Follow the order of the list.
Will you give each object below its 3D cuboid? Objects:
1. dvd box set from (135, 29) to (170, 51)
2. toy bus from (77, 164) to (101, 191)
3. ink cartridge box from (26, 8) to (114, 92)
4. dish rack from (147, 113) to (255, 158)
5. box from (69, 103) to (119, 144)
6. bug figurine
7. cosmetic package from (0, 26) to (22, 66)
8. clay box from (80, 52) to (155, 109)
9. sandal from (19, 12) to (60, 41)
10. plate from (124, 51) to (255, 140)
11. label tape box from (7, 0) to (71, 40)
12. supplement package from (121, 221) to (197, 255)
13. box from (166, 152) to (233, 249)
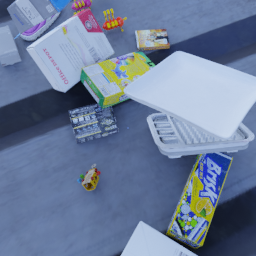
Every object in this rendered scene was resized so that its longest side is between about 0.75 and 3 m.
[{"bbox_3d":[0.888,-3.281,10.376,1.198,0.176,0.876,-4,62,-2],"label":"dvd box set"},{"bbox_3d":[-0.994,1.423,7.839,0.712,0.671,0.368,-38,112,-17],"label":"toy bus"},{"bbox_3d":[-1.819,-2.504,9.079,2.254,1.664,0.965,-41,30,-18],"label":"ink cartridge box"},{"bbox_3d":[1.925,0.152,7.943,2.585,0.563,2.219,-5,25,-3],"label":"dish rack"},{"bbox_3d":[-1.069,-0.206,8.705,1.352,0.332,1.090,-16,62,-8],"label":"box"},{"bbox_3d":[-1.183,-4.560,10.778,1.980,0.657,2.553,-14,68,0],"label":"bug figurine"},{"bbox_3d":[-4.350,-2.916,9.964,0.721,0.608,1.349,-22,62,-15],"label":"cosmetic package"},{"bbox_3d":[-0.144,-1.635,9.079,2.430,0.578,1.396,-24,64,-30],"label":"clay box"},{"bbox_3d":[-3.292,-4.360,10.684,1.020,0.616,2.506,15,64,8],"label":"sandal"},{"bbox_3d":[1.464,-0.764,5.963,2.322,0.375,2.317,28,49,26],"label":"plate"},{"bbox_3d":[-2.000,-3.011,6.524,2.045,0.647,1.475,-5,46,42],"label":"label tape box"},{"bbox_3d":[0.834,3.579,6.170,2.412,1.337,1.878,29,67,13],"label":"supplement package"},{"bbox_3d":[1.906,1.771,7.414,0.878,0.806,2.506,24,66,12],"label":"box"}]
